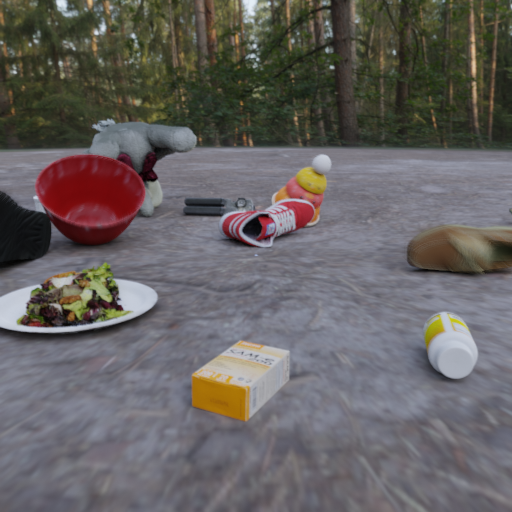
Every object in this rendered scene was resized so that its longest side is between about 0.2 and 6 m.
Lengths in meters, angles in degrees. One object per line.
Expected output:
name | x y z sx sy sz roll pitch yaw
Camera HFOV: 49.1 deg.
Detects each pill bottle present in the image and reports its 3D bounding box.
pill bottle | 1.850 0.860 5.351 0.436 0.436 0.799 3 14 11

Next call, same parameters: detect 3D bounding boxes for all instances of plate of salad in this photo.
plate of salad | -2.219 0.475 6.835 2.000 0.480 2.000 1 14 0

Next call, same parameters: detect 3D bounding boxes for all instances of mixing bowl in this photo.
mixing bowl | -3.121 -0.918 10.627 1.936 1.048 1.936 9 47 -10

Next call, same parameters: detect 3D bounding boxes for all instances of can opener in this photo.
can opener | -0.897 -1.151 13.850 1.755 0.468 0.587 2 -16 10

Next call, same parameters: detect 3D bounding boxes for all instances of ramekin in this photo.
ramekin | -5.022 -1.253 13.936 0.936 0.456 0.936 0 14 0

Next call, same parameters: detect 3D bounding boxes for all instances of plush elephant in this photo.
plush elephant | -3.091 -1.992 13.770 2.456 2.309 2.983 -19 29 -30

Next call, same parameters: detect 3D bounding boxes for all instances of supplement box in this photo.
supplement box | -0.114 1.048 4.831 0.528 0.308 0.838 8 15 25

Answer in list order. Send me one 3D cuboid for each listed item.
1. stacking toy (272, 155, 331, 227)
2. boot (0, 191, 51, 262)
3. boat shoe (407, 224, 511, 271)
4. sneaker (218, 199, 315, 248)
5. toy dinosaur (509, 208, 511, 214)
stacking toy | 1.117 -1.523 12.144 1.156 1.583 1.156 17 38 -14
boot | -4.764 -0.476 8.703 2.123 1.069 2.840 7 -8 5
boat shoe | 3.283 -0.096 8.557 1.862 0.704 0.688 -7 21 -2
sneaker | 0.396 -0.642 10.863 2.036 0.725 1.145 -13 13 -19
toy dinosaur | 6.688 -0.873 12.463 1.922 0.456 0.847 8 30 29
